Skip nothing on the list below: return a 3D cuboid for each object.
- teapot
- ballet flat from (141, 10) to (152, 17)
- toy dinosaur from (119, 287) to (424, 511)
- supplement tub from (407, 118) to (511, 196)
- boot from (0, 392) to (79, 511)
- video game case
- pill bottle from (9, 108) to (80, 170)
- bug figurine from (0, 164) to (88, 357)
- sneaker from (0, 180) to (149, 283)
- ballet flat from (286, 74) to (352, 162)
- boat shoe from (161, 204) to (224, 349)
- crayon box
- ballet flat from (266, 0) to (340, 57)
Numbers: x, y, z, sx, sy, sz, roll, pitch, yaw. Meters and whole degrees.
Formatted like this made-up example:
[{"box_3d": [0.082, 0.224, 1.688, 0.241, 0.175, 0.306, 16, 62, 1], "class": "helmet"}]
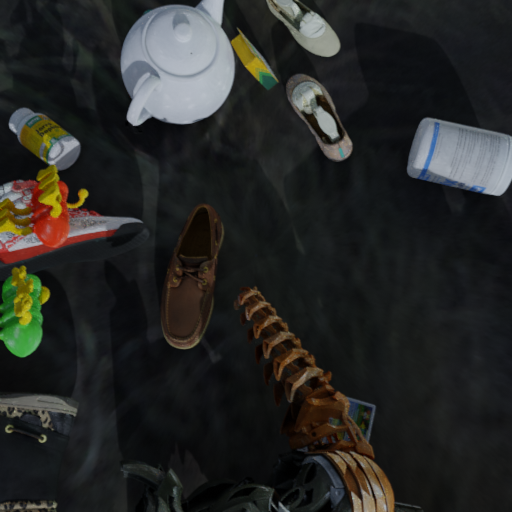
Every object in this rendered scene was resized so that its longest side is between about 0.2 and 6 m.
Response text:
[{"box_3d": [-1.304, -3.314, 9.371, 2.100, 1.554, 2.127, -12, 85, -13], "class": "teapot"}, {"box_3d": [-1.973, -3.756, 10.327, 0.545, 0.545, 1.467, 9, 82, 4], "class": "ballet flat"}, {"box_3d": [0.374, 3.318, 6.819, 3.777, 2.843, 5.565, -7, 51, -17], "class": "toy dinosaur"}, {"box_3d": [3.361, -1.629, 9.211, 1.532, 1.010, 1.010, 15, 69, 6], "class": "supplement tub"}, {"box_3d": [-3.661, 2.772, 7.558, 2.326, 0.851, 1.751, 1, 67, -6], "class": "boot"}, {"box_3d": [1.107, 2.542, 8.011, 0.997, 0.120, 1.094, 15, 69, 6], "class": "video game case"}, {"box_3d": [-3.631, -2.021, 9.562, 1.147, 0.647, 0.647, 37, 73, 14], "class": "pill bottle"}, {"box_3d": [-3.790, 0.443, 7.719, 3.665, 0.943, 2.842, -28, 50, 16], "class": "bug figurine"}, {"box_3d": [-3.147, -0.601, 8.846, 2.719, 0.908, 1.457, -14, 71, -3], "class": "sneaker"}, {"box_3d": [1.069, -2.534, 9.709, 0.665, 0.657, 1.954, -34, 70, 9], "class": "ballet flat"}, {"box_3d": [-1.011, 0.250, 8.579, 0.823, 0.772, 2.287, 8, 68, 3], "class": "boat shoe"}, {"box_3d": [-0.061, -3.468, 9.914, 0.270, 1.046, 0.658, -34, 64, 16], "class": "crayon box"}, {"box_3d": [0.843, -4.452, 10.559, 0.630, 0.630, 1.812, -40, 72, -15], "class": "ballet flat"}]
